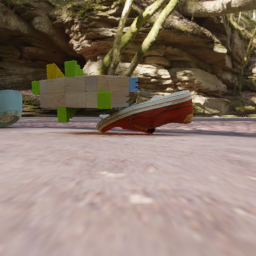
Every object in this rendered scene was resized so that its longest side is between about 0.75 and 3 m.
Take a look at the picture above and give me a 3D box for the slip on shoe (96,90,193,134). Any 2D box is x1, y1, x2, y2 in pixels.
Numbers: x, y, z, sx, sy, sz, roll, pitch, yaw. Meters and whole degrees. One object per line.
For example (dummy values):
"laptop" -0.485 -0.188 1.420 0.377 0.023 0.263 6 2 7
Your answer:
"slip on shoe" 0.303 -0.180 6.093 2.347 0.718 0.869 -13 9 28

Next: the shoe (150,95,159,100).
"shoe" 0.466 -0.389 7.210 0.424 0.324 1.214 6 -34 -34

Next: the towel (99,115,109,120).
"towel" -0.255 -0.413 13.697 2.173 0.390 2.256 -2 8 -10

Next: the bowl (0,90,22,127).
"bowl" -4.038 -0.528 9.055 1.436 0.751 1.436 -24 -12 -6

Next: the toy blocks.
"toy blocks" -0.763 -0.821 6.529 2.535 1.267 1.733 4 8 40

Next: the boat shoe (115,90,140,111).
"boat shoe" -0.034 -1.396 14.190 0.976 1.066 2.852 18 -10 0
